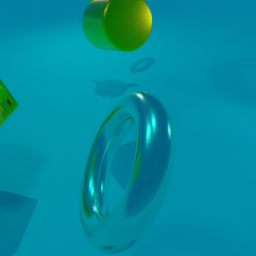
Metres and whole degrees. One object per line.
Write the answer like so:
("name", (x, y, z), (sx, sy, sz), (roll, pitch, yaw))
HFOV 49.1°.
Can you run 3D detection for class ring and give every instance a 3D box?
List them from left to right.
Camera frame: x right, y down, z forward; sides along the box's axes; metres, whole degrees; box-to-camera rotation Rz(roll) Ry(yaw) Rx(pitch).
("ring", (-0.101, 0.473, 3.378), (0.384, 1.918, 1.918), (19, 33, -23))

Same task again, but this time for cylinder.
("cylinder", (-0.255, -2.247, 6.020), (1.142, 1.142, 1.142), (-22, 26, -24))

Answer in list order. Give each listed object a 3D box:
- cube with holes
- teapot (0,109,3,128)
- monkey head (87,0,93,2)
("cube with holes", (-2.906, -0.414, 4.949), (1.101, 1.101, 1.101), (-19, 28, 19))
("teapot", (-1.735, -0.228, 2.822), (0.870, 0.685, 1.399), (0, 17, -22))
("monkey head", (-0.922, -4.218, 8.952), (1.756, 1.263, 1.058), (18, 49, 4))
